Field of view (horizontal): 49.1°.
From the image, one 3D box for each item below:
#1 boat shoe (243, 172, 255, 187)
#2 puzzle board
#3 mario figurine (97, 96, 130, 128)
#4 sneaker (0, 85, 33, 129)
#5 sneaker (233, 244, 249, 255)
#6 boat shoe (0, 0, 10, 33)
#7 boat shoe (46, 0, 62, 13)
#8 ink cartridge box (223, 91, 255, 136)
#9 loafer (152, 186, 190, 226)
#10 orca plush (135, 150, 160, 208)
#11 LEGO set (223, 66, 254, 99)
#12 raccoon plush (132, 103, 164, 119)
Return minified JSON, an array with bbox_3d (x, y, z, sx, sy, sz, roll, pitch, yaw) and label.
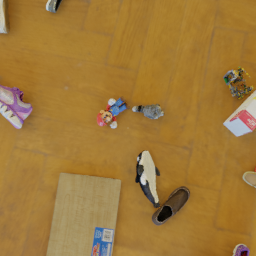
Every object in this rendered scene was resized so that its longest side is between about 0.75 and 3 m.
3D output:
[{"bbox_3d":[4.789,1.975,9.912,1.397,0.464,0.517,23,97,5],"label":"boat shoe"},{"bbox_3d":[-1.517,3.173,9.847,2.224,0.257,2.951,7,79,0],"label":"puzzle board"},{"bbox_3d":[-0.534,-0.538,10.330,1.376,0.729,0.849,-40,80,-9],"label":"mario figurine"},{"bbox_3d":[-4.523,-1.175,10.389,2.511,1.010,1.110,45,76,4],"label":"sneaker"},{"bbox_3d":[3.705,4.594,9.395,0.550,0.569,1.363,18,80,4],"label":"sneaker"},{"bbox_3d":[-5.218,-4.872,11.121,0.782,0.834,2.262,-5,80,-7],"label":"boat shoe"},{"bbox_3d":[-2.830,-5.338,11.406,0.410,0.491,1.373,26,86,5],"label":"boat shoe"},{"bbox_3d":[4.468,-0.623,10.047,0.737,1.283,1.768,44,82,6],"label":"ink cartridge box"},{"bbox_3d":[1.557,2.748,9.734,0.625,0.607,1.710,42,82,8],"label":"loafer"},{"bbox_3d":[0.634,1.873,10.026,1.067,0.721,2.028,-15,80,-48],"label":"orca plush"},{"bbox_3d":[4.213,-1.771,10.569,0.950,0.716,1.235,-11,79,-2],"label":"LEGO set"},{"bbox_3d":[0.708,-0.562,10.172,1.210,0.810,0.585,-6,94,12],"label":"raccoon plush"}]
